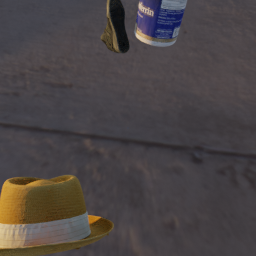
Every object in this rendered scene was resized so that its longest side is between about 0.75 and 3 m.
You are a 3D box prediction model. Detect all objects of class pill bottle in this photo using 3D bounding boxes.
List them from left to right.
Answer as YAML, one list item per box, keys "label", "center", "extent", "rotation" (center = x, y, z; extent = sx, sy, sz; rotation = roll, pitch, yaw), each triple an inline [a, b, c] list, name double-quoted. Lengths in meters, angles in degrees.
- label: "pill bottle"
  center: [0.812, -2.937, 6.412]
  extent: [1.072, 1.852, 1.072]
  rotation: [7, 40, -6]

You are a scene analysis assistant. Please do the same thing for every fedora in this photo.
- label: "fedora"
  center: [-1.133, 1.063, 3.750]
  extent: [2.025, 2.025, 0.826]
  rotation: [-2, 82, -1]

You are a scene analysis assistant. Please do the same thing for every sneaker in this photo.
- label: "sneaker"
  center: [-0.421, -2.603, 7.140]
  extent: [0.527, 1.379, 0.790]
  rotation: [-28, 29, -33]
